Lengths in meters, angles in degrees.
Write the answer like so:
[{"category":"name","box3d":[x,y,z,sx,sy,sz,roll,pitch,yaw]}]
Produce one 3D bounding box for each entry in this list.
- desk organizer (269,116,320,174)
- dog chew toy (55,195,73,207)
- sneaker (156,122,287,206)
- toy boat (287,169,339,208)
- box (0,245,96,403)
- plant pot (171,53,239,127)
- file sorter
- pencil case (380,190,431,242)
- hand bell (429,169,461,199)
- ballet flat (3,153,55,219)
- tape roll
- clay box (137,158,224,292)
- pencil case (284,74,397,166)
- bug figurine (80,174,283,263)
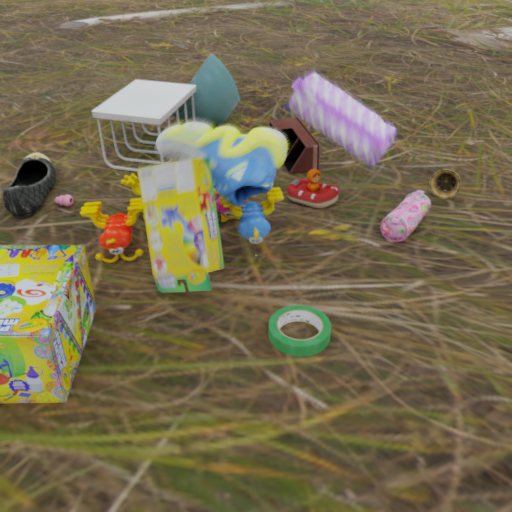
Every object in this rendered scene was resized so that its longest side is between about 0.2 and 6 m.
[{"category":"desk organizer","box3d":[1.021,-3.062,15.378,0.833,0.776,2.163,-9,35,-9]},{"category":"dog chew toy","box3d":[-4.559,-1.309,13.247,0.447,0.278,0.278,4,34,17]},{"category":"sneaker","box3d":[-0.796,-1.721,10.689,2.730,1.034,1.434,3,77,24]},{"category":"toy boat","box3d":[1.362,-1.659,13.255,1.244,0.813,0.811,18,38,24]},{"category":"box","box3d":[-3.989,1.005,8.794,2.323,1.417,2.237,0,34,-1]},{"category":"plant pot","box3d":[-1.385,-4.784,17.070,1.471,2.185,2.185,35,33,-13]},{"category":"file sorter","box3d":[-2.899,-3.548,15.291,1.839,1.650,2.650,8,35,12]},{"category":"pencil case","box3d":[3.296,-0.887,12.280,0.672,0.672,1.536,22,41,28]},{"category":"hand bell","box3d":[4.791,-1.943,14.030,0.723,0.723,1.388,13,24,19]},{"category":"ballet flat","box3d":[-5.459,-1.890,13.595,0.948,0.811,2.854,-6,35,-8]},{"category":"tape roll","box3d":[0.734,1.255,9.477,1.045,0.251,1.045,1,34,0]},{"category":"clay box","box3d":[-1.341,-0.522,10.111,1.324,2.305,0.549,-3,8,32]},{"category":"pencil case","box3d":[1.869,-3.024,12.260,2.489,1.045,1.064,37,0,13]},{"category":"bug figurine","box3d":[-1.467,-0.968,12.060,4.077,1.049,3.162,-4,28,1]}]
